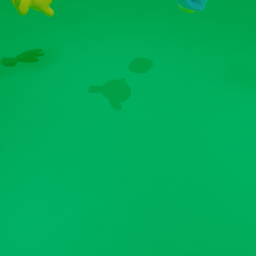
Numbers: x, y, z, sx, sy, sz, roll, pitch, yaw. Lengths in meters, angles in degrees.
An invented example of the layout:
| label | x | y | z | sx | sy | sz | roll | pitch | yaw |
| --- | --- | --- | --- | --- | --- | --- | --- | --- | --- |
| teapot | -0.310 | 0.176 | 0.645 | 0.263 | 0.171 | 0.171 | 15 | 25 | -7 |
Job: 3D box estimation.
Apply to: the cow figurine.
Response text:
| label | x | y | z | sx | sy | sz | roll | pitch | yaw |
| --- | --- | --- | --- | --- | --- | --- | --- | --- | --- |
| cow figurine | -2.873 | -4.036 | 8.653 | 1.372 | 1.350 | 0.753 | -54 | 46 | 12 |

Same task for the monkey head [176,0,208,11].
| label | x | y | z | sx | sy | sz | roll | pitch | yaw |
| --- | --- | --- | --- | --- | --- | --- | --- | --- | --- |
| monkey head | 1.275 | -3.214 | 6.367 | 1.216 | 1.018 | 1.690 | -6 | 37 | 3 |

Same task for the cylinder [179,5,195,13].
| label | x | y | z | sx | sy | sz | roll | pitch | yaw |
| --- | --- | --- | --- | --- | --- | --- | --- | --- | --- |
| cylinder | 1.859 | -3.797 | 8.127 | 0.704 | 0.704 | 0.704 | 1 | 8 | 1 |
